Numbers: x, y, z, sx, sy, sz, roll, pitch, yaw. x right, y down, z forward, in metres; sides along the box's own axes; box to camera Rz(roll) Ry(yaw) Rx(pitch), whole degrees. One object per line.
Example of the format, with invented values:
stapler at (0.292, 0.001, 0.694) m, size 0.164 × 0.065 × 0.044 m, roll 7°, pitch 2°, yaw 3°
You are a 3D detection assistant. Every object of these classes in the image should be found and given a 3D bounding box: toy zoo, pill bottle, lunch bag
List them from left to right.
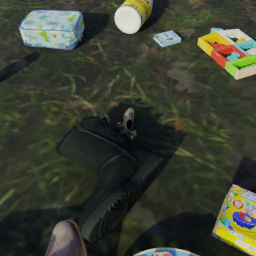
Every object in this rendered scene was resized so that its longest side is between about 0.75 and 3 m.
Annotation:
lunch bag at (-2.807, -3.800, 10.656) m, size 2.176 × 0.897 × 1.749 m, roll 3°, pitch 48°, yaw 3°
pill bottle at (0.325, -4.778, 11.422) m, size 1.108 × 1.108 × 1.978 m, roll 16°, pitch 50°, yaw 15°
toy zoo at (3.856, -2.885, 10.221) m, size 1.851 × 0.289 × 2.821 m, roll -18°, pitch 50°, yaw -16°

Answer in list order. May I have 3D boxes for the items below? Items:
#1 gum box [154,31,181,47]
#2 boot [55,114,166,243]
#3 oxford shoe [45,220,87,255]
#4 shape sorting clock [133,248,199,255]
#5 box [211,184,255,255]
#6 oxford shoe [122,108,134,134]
gum box at (1.517, -3.455, 10.828) m, size 0.820 × 0.183 × 0.696 m, roll -19°, pitch 50°, yaw -17°
boot at (-0.699, 0.873, 6.239) m, size 2.240 × 1.012 × 2.734 m, roll 30°, pitch 47°, yaw 23°
oxford shoe at (-1.198, 2.491, 4.721) m, size 0.784 × 0.802 × 2.200 m, roll -15°, pitch 43°, yaw 9°
shape sorting clock at (0.643, 3.208, 4.281) m, size 2.648 × 0.520 × 2.648 m, roll -4°, pitch 47°, yaw 4°
box at (2.369, 1.857, 5.577) m, size 1.031 × 0.629 × 0.993 m, roll 23°, pitch 50°, yaw 19°
oxford shoe at (0.055, -0.205, 7.612) m, size 0.333 × 0.353 × 0.944 m, roll 36°, pitch 49°, yaw -24°
